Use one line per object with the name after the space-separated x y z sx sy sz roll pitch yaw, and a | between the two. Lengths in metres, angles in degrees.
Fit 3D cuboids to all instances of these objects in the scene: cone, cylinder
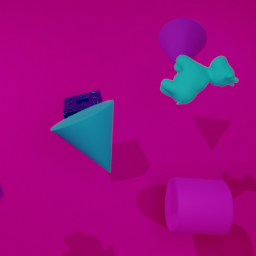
1.147 -1.587 6.103 1.097 1.097 1.101 9 57 5 | cone
-0.539 0.278 4.797 1.136 1.136 1.140 -27 103 -14 | cone
1.238 1.400 5.048 0.961 0.961 0.961 5 62 -5 | cylinder

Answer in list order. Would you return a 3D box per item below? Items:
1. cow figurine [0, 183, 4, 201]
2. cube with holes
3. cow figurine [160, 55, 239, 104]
-2.416 0.888 4.132 1.362 1.384 0.760 -16 62 38 | cow figurine
-0.943 -0.238 6.480 0.872 0.872 0.872 -14 30 -3 | cube with holes
1.176 -0.761 4.589 1.022 0.570 1.039 32 85 7 | cow figurine
